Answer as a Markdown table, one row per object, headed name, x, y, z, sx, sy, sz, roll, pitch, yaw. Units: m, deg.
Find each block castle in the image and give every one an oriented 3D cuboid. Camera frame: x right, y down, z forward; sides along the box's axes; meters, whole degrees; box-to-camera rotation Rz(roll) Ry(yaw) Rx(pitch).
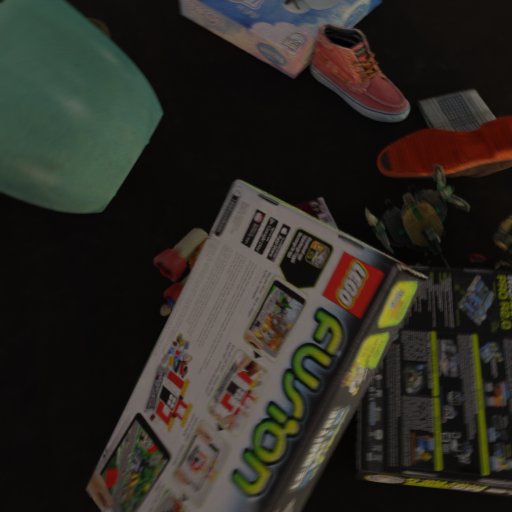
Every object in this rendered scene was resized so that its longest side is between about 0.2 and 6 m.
| name | x | y | z | sx | sy | sz | roll | pitch | yaw |
| --- | --- | --- | --- | --- | --- | --- | --- | --- | --- |
| block castle | -0.368 | 0.769 | 7.410 | 2.130 | 1.424 | 0.999 | 36 | 66 | 16 |

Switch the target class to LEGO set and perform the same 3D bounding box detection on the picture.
| name | x | y | z | sx | sy | sz | roll | pitch | yaw |
| --- | --- | --- | --- | --- | --- | --- | --- | --- | --- |
| LEGO set | 2.768 | -0.425 | 8.547 | 2.414 | 0.684 | 1.568 | 27 | 91 | -7 |

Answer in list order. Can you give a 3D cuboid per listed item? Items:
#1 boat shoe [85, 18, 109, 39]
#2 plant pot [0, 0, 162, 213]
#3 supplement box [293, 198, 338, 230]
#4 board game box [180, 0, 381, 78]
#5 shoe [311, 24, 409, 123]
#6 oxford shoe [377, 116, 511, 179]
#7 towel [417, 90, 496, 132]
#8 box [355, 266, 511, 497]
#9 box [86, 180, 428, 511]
| name | x | y | z | sx | sy | sz | roll | pitch | yaw |
| --- | --- | --- | --- | --- | --- | --- | --- | --- | --- |
| boat shoe | -2.811 | -2.763 | 9.779 | 0.945 | 0.887 | 2.625 | -5 | 78 | -7 |
| plant pot | -2.730 | -1.919 | 7.933 | 2.256 | 2.812 | 2.812 | 32 | 60 | -18 |
| supplement box | 0.444 | -0.253 | 8.559 | 1.541 | 0.469 | 0.839 | -18 | 62 | -9 |
| board game box | 0.525 | -5.242 | 11.300 | 2.959 | 0.642 | 2.945 | 36 | 67 | 19 |
| shoe | 1.869 | -3.275 | 9.994 | 2.122 | 0.965 | 0.758 | 40 | 67 | 20 |
| oxford shoe | 3.210 | -1.529 | 9.087 | 2.459 | 0.892 | 0.875 | -7 | 63 | 7 |
| towel | 3.618 | -2.434 | 9.956 | 1.163 | 0.209 | 1.208 | -13 | 62 | -7 |
| box | 2.489 | 1.525 | 7.337 | 2.285 | 0.631 | 2.853 | 3 | 60 | 7 |
| box | -0.198 | 1.462 | 5.885 | 2.220 | 0.700 | 4.034 | 33 | 99 | 37 |
